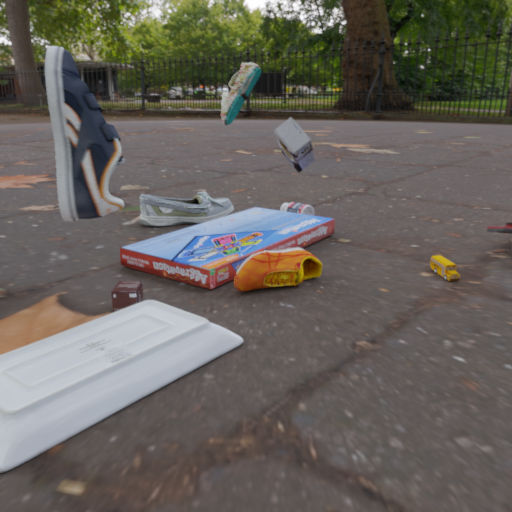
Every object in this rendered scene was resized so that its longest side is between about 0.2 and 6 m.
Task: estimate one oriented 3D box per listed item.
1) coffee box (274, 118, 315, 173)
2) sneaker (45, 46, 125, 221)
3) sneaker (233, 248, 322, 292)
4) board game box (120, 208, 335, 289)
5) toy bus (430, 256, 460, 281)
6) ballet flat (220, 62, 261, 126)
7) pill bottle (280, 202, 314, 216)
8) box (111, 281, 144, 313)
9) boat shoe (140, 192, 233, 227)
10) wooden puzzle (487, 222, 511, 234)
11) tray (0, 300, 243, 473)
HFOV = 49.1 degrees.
[{"bbox_3d":[0.815,-2.277,11.639,0.466,0.660,1.167,-38,-15,1],"label":"coffee box"},{"bbox_3d":[-2.602,-1.875,8.646,1.032,2.600,1.020,-6,9,-10],"label":"sneaker"},{"bbox_3d":[0.401,0.238,9.400,1.755,0.640,0.677,-16,33,-34],"label":"sneaker"},{"bbox_3d":[-0.381,-0.314,11.443,2.218,0.419,4.309,11,20,34],"label":"board game box"},{"bbox_3d":[3.368,0.222,9.985,0.225,0.270,0.690,-3,18,-10],"label":"toy bus"},{"bbox_3d":[-0.514,-4.159,14.301,0.576,1.801,0.681,28,-9,17],"label":"ballet flat"},{"bbox_3d":[0.986,-1.066,13.763,0.475,0.475,0.795,-16,23,-41],"label":"pill bottle"},{"bbox_3d":[-1.941,0.635,8.482,0.385,0.382,0.465,0,17,1],"label":"box"},{"bbox_3d":[-1.677,-1.227,13.764,2.391,0.767,0.881,-7,19,-22],"label":"boat shoe"},{"bbox_3d":[6.201,-0.542,11.297,3.224,0.226,1.912,0,3,-45],"label":"wooden puzzle"},{"bbox_3d":[-1.912,1.216,6.657,1.846,0.381,3.439,15,23,36],"label":"tray"}]
